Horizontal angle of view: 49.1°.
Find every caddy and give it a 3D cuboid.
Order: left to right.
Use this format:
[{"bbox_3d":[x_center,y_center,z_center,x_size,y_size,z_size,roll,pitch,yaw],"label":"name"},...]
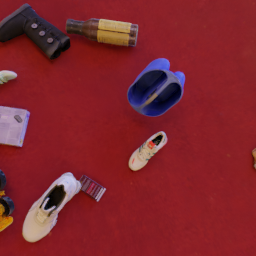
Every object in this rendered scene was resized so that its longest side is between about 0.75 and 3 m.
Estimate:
[{"bbox_3d":[0.964,-1.312,9.780,1.569,2.220,1.165,37,46,-11],"label":"caddy"}]

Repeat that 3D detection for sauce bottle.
[{"bbox_3d":[-1.051,-3.997,11.496,2.908,0.941,0.941,10,79,1],"label":"sauce bottle"}]

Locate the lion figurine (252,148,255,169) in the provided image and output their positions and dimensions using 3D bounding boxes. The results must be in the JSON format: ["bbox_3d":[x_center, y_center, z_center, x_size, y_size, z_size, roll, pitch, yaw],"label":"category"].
[{"bbox_3d":[5.011,1.141,10.852,0.538,0.318,0.878,-18,66,4],"label":"lion figurine"}]

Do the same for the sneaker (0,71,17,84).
[{"bbox_3d":[-5.148,-1.789,11.263,1.440,0.530,0.849,-7,73,8],"label":"sneaker"}]

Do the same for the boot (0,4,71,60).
[{"bbox_3d":[-3.925,-3.655,11.556,2.505,0.822,2.064,42,84,3],"label":"boot"}]

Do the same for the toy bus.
[{"bbox_3d":[-5.566,2.647,9.902,2.326,1.644,2.422,-18,91,22],"label":"toy bus"}]

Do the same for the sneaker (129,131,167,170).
[{"bbox_3d":[0.716,0.800,10.520,1.888,0.883,0.665,-42,72,-7],"label":"sneaker"}]

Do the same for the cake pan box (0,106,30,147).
[{"bbox_3d":[-4.825,-0.091,11.009,1.583,0.414,1.458,8,77,1],"label":"cake pan box"}]

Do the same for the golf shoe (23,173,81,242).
[{"bbox_3d":[-2.917,2.850,9.845,1.138,1.413,2.906,35,91,6],"label":"golf shoe"}]

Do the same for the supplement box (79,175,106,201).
[{"bbox_3d":[-1.403,2.269,10.590,1.008,0.307,0.548,32,81,6],"label":"supplement box"}]
